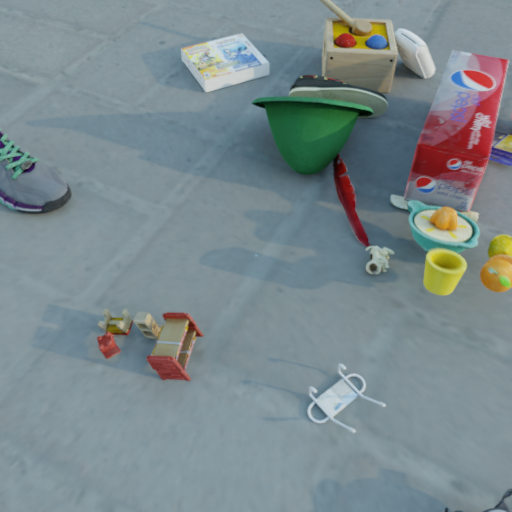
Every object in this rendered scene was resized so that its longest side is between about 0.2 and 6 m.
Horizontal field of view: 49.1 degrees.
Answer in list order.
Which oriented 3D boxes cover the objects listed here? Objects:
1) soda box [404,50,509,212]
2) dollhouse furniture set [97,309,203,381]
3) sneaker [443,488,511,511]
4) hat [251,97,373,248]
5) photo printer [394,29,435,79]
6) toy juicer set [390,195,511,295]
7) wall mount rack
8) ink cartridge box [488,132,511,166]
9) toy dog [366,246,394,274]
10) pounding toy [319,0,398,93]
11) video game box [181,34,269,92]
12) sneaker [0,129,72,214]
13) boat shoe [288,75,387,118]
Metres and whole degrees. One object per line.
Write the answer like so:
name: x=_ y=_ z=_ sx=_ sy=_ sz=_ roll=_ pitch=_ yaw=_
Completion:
soda box: x=4.021 y=-2.581 z=11.052 sx=1.230 sy=1.358 sz=3.880 roll=16 pitch=48 yaw=15
dollhouse furniture set: x=-1.691 y=1.351 z=8.555 sx=1.560 sy=0.635 sz=0.840 roll=0 pitch=50 yaw=21
sneaker: x=3.150 y=3.456 z=6.598 sx=1.922 sy=0.747 sz=1.345 roll=11 pitch=52 yaw=8
hat: x=1.032 y=-1.743 z=11.276 sx=2.446 sy=2.599 sz=2.952 roll=4 pitch=10 yaw=0
photo printer: x=3.745 y=-4.849 z=13.342 sx=0.399 sy=1.150 sz=0.957 roll=-42 pitch=54 yaw=9
toy juicer set: x=3.498 y=-0.453 z=9.566 sx=1.830 sy=0.783 sz=2.877 roll=3 pitch=36 yaw=-2
wall mount rack: x=1.273 y=2.069 z=8.001 sx=1.041 sy=0.388 sz=0.904 roll=-32 pitch=57 yaw=-23
ink cartridge box: x=5.142 y=-2.250 z=11.661 sx=0.848 sy=0.199 sz=0.838 roll=-36 pitch=46 yaw=-28
toy dog: x=2.084 y=0.093 z=9.667 sx=0.485 sy=0.349 sz=0.500 roll=32 pitch=66 yaw=-5
pounding toy: x=2.285 y=-5.099 z=13.332 sx=1.869 sy=1.443 sz=2.030 roll=3 pitch=50 yaw=2
video game box: x=-0.769 y=-4.770 z=13.750 sx=1.715 sy=0.401 sz=1.563 roll=-21 pitch=51 yaw=-17
sneaker: x=-4.859 y=-1.844 z=10.688 sx=2.972 sy=1.301 sz=1.106 roll=26 pitch=55 yaw=21
boat shoe: x=1.846 y=-3.599 z=12.480 sx=2.202 sy=0.806 sz=0.690 roll=10 pitch=57 yaw=13
